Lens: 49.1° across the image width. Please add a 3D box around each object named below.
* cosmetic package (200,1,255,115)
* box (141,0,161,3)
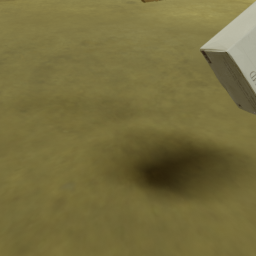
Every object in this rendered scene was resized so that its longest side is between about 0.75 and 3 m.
[{"bbox_3d":[2.813,-1.611,4.753,2.726,1.538,1.106,-42,18,3],"label":"cosmetic package"},{"bbox_3d":[1.051,-3.816,6.073,1.563,1.912,0.203,-16,44,-17],"label":"box"}]
